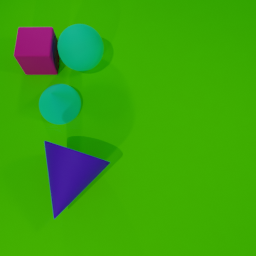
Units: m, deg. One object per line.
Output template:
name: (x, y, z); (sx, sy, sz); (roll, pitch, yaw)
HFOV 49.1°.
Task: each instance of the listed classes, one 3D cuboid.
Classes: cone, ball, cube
cone: (-1.783, -0.712, 6.931); (1.102, 1.106, 1.102); (0, 82, -3)
cone: (-1.339, 1.231, 6.086); (1.507, 1.507, 1.513); (17, 82, 7)
ball: (-1.250, -2.123, 7.438); (1.200, 1.200, 1.200); (0, 68, 0)
cube: (-2.451, -2.096, 7.689); (0.933, 0.933, 0.933); (0, 69, 0)
